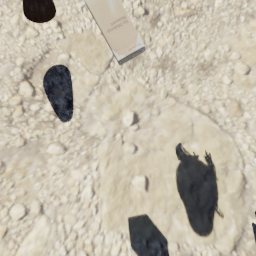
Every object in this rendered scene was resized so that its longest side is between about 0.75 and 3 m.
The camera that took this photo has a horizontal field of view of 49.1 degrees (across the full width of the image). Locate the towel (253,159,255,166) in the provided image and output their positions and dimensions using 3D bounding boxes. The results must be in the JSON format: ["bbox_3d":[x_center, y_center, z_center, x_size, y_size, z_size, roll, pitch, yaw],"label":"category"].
[{"bbox_3d":[3.714,0.781,6.524,0.286,1.592,1.653,21,42,-15],"label":"towel"}]

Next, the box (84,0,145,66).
[{"bbox_3d":[-0.250,-2.086,5.792,0.667,0.546,1.404,-30,91,4],"label":"box"}]

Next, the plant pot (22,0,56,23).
[{"bbox_3d":[-2.599,-3.741,8.002,0.973,1.041,0.973,3,67,-7],"label":"plant pot"}]
